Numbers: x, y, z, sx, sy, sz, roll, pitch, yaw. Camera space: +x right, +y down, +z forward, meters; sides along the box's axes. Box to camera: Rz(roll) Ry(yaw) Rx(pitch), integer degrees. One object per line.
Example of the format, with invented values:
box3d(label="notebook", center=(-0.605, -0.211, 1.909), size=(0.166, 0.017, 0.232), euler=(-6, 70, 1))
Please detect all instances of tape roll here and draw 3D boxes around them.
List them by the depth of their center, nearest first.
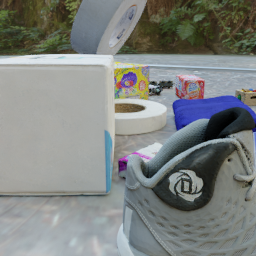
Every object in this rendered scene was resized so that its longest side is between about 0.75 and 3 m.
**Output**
box3d(label="tape roll", center=(-0.429, -2.774, 7.107), size=(0.784, 2.372, 2.372), euler=(36, 22, 2))
box3d(label="tape roll", center=(-0.100, -0.371, 7.714), size=(2.379, 0.435, 2.379), euler=(1, 18, 0))

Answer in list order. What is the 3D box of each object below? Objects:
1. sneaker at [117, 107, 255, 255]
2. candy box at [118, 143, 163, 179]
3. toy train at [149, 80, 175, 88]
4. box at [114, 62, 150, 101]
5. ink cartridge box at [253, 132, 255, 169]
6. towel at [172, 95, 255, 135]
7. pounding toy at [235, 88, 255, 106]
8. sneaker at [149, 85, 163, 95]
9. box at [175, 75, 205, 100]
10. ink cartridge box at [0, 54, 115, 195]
box3d(label="sneaker", center=(1.290, 0.631, 2.522), size=(2.825, 1.631, 1.060), euler=(0, 18, 2))
box3d(label="candy box", center=(0.458, 0.609, 4.765), size=(0.744, 0.333, 1.090), euler=(14, 23, 38))
box3d(label="toy train", center=(1.086, -2.045, 13.225), size=(2.227, 0.380, 0.510), euler=(0, 5, 3))
box3d(label="box", center=(-0.777, -1.543, 9.906), size=(2.246, 1.370, 2.163), euler=(-16, 24, -40))
box3d(label="ink cartridge box", center=(3.132, 0.735, 4.073), size=(2.460, 0.499, 2.455), euler=(7, 19, 22))
box3d(label="towel", center=(2.148, -0.260, 7.226), size=(1.908, 0.640, 2.584), euler=(-4, 17, 8))
box3d(label="pounding toy", center=(4.224, -1.165, 9.892), size=(0.913, 0.649, 0.840), euler=(-2, 17, -6))
box3d(label="sneaker", center=(1.043, -1.549, 11.463), size=(0.792, 0.440, 1.132), euler=(9, 20, 29))
box3d(label="box", center=(2.389, -1.590, 10.961), size=(0.780, 0.815, 1.634), euler=(-1, 17, -3))
box3d(label="ink cartridge box", center=(-1.197, -0.290, 5.001), size=(1.892, 1.901, 2.591), euler=(0, 17, -1))
